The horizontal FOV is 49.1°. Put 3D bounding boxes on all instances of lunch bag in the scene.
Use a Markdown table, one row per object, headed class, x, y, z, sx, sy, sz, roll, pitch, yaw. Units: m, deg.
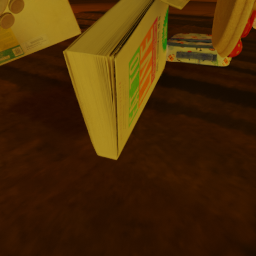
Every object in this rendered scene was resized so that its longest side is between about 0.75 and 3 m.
| class | x | y | z | sx | sy | sz | roll | pitch | yaw |
| --- | --- | --- | --- | --- | --- | --- | --- | --- | --- |
| lunch bag | 2.357 | -2.582 | 9.168 | 2.219 | 0.838 | 1.778 | 9 | 27 | 20 |

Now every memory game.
| class | x | y | z | sx | sy | sz | roll | pitch | yaw |
| --- | --- | --- | --- | --- | --- | --- | --- | --- | --- |
| memory game | -1.924 | -1.743 | 3.782 | 0.085 | 1.327 | 1.327 | 42 | 43 | 11 |

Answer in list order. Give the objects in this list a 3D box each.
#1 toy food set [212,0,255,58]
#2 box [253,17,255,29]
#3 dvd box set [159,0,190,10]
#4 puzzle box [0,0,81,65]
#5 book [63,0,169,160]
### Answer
| class | x | y | z | sx | sy | sz | roll | pitch | yaw |
| --- | --- | --- | --- | --- | --- | --- | --- | --- | --- |
| toy food set | 1.628 | -1.941 | 3.909 | 0.460 | 1.893 | 1.874 | 10 | 50 | 4 |
| box | 3.144 | -3.621 | 6.827 | 1.128 | 1.223 | 2.384 | -7 | 61 | -38 |
| dvd box set | 1.137 | -2.518 | 4.230 | 0.225 | 1.530 | 1.119 | 51 | 31 | 5 |
| puzzle box | -2.613 | -2.623 | 6.653 | 2.543 | 1.692 | 0.323 | -21 | 31 | 1 |
| book | 0.086 | -1.161 | 4.985 | 0.707 | 1.966 | 2.942 | 12 | 47 | 17 |
